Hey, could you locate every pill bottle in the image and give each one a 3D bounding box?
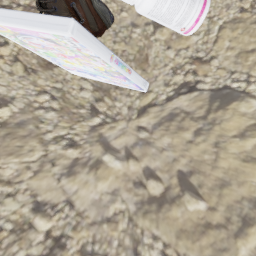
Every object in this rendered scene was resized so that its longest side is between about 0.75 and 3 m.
[{"bbox_3d":[0.577,-2.098,4.513,1.327,0.752,0.752,17,68,-21],"label":"pill bottle"}]

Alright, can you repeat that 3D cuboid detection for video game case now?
[{"bbox_3d":[-0.885,-1.191,4.610,1.802,2.517,0.227,17,89,25],"label":"video game case"}]

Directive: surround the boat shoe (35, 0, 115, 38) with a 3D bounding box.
[{"bbox_3d":[-1.095,-2.201,4.765,0.971,2.563,0.920,38,93,28],"label":"boat shoe"}]
